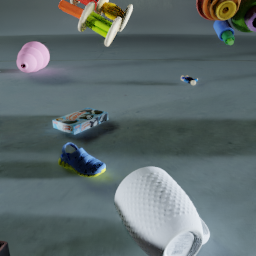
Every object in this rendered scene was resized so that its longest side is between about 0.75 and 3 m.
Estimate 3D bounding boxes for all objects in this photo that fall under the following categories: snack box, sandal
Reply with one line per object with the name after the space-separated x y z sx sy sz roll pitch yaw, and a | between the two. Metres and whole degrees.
-1.198 -0.209 7.222 0.745 0.238 1.283 15 26 32 | snack box
-0.856 0.562 5.026 1.038 0.452 0.413 14 24 27 | sandal

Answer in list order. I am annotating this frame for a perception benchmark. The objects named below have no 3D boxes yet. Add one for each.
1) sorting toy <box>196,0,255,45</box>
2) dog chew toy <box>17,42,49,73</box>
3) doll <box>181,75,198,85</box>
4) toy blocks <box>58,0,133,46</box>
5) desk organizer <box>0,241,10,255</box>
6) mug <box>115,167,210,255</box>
2.971 -3.017 7.551 2.495 1.499 1.024 11 48 -19 | sorting toy
-4.769 -3.417 13.858 1.417 1.417 2.276 0 29 1 | dog chew toy
2.582 -2.003 11.698 0.711 0.253 1.042 -3 22 -9 | doll
-1.221 -3.431 7.820 2.343 0.851 1.953 28 43 -2 | toy blocks
-1.040 1.464 2.637 1.373 0.529 0.493 4 22 11 | desk organizer
0.503 1.092 3.352 1.117 0.824 0.979 21 13 -30 | mug
